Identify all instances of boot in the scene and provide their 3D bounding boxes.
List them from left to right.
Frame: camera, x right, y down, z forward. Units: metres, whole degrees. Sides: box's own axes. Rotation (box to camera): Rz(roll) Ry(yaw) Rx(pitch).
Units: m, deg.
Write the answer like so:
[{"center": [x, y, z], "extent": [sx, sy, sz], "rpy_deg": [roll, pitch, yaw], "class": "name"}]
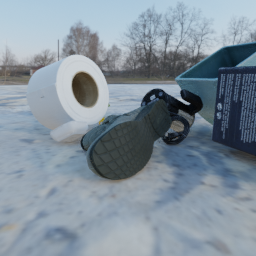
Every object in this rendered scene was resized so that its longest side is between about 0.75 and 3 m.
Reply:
[{"center": [-0.329, 0.287, 5.628], "extent": [1.728, 0.896, 2.646], "rpy_deg": [-14, 14, 35], "class": "boot"}]

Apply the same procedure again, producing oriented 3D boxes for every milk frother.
[{"center": [1.266, -0.170, 7.497], "extent": [1.374, 1.522, 1.432], "rpy_deg": [-9, -19, 41], "class": "milk frother"}]

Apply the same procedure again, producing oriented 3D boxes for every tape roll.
[{"center": [-1.602, -0.921, 7.716], "extent": [1.296, 1.887, 1.887], "rpy_deg": [-9, 4, 37], "class": "tape roll"}]

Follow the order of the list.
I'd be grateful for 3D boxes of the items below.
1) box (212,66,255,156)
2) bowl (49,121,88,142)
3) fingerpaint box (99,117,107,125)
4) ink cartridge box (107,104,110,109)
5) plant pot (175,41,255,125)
[{"center": [3.638, -0.245, 5.275], "extent": [2.833, 1.691, 2.881], "rpy_deg": [1, 9, -19], "class": "box"}, {"center": [-1.399, 0.115, 6.853], "extent": [0.793, 0.296, 0.792], "rpy_deg": [-27, -12, 21], "class": "bowl"}, {"center": [-0.259, -0.145, 8.661], "extent": [0.857, 0.377, 1.027], "rpy_deg": [-12, 15, -44], "class": "fingerpaint box"}, {"center": [-1.435, -0.810, 10.606], "extent": [1.358, 0.696, 1.837], "rpy_deg": [-18, -26, 5], "class": "ink cartridge box"}, {"center": [3.015, -1.003, 8.010], "extent": [2.056, 2.094, 2.051], "rpy_deg": [-34, 20, -12], "class": "plant pot"}]
